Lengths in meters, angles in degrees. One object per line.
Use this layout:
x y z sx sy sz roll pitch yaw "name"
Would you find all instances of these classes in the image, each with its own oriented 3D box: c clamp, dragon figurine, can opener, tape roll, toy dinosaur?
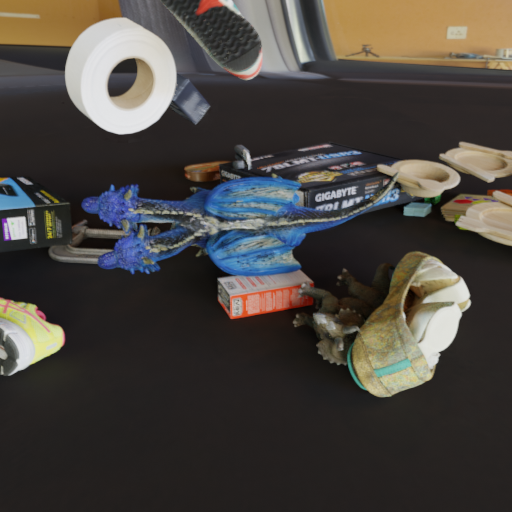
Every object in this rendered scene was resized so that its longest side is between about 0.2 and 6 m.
-2.370 -0.280 9.027 2.043 0.277 1.745 6 23 15 "c clamp"
-0.042 -0.439 7.525 4.258 1.253 2.117 -2 10 1 "dragon figurine"
-0.345 -1.998 11.346 0.415 0.331 1.242 -10 21 -9 "can opener"
-1.800 -2.402 7.550 1.432 1.432 0.501 -17 43 -36 "tape roll"
1.114 0.662 6.367 1.053 0.792 2.059 33 31 34 "toy dinosaur"

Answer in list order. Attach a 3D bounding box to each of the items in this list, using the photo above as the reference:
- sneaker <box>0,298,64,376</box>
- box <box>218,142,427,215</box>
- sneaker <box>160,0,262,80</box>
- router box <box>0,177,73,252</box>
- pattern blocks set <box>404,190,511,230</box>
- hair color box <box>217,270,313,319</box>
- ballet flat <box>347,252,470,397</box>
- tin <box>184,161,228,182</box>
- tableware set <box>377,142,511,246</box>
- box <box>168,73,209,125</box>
-2.758 0.760 6.133 1.725 0.674 0.779 23 22 34 "sneaker"
1.309 -1.568 11.413 3.097 0.770 3.074 -15 27 -29 "box"
-0.611 -2.912 6.749 0.695 1.975 0.924 -38 -5 5 "sneaker"
-4.430 -0.697 9.055 2.137 0.732 2.866 -10 20 -32 "router box"
4.363 -0.837 10.289 2.888 0.234 2.538 15 26 43 "pattern blocks set"
0.114 0.454 7.131 1.109 0.340 0.563 -7 23 -18 "hair color box"
1.818 0.575 6.009 0.923 0.923 2.613 12 28 27 "ballet flat"
-1.033 -2.009 13.295 1.395 0.292 0.781 -14 30 -31 "tin"
4.272 -1.300 10.028 3.755 0.436 3.137 -25 40 -35 "tableware set"
-1.415 -2.986 10.458 0.684 0.482 0.924 36 -1 26 "box"
